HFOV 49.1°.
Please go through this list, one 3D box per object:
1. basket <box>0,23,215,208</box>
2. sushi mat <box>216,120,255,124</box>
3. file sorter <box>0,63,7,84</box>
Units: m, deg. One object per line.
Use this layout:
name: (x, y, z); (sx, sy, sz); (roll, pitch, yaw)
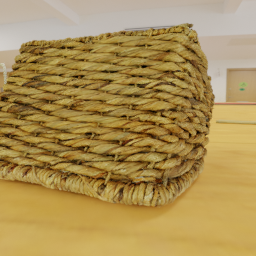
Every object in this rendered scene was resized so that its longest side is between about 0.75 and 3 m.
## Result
basket: (-0.270, 0.075, 3.144); (2.220, 1.654, 1.585); (3, -26, 25)
sushi mat: (3.371, -0.178, 8.239); (1.418, 0.086, 0.679); (3, 6, 26)
file sorter: (-3.651, -0.956, 8.002); (2.728, 1.699, 1.893); (-4, 8, -35)
